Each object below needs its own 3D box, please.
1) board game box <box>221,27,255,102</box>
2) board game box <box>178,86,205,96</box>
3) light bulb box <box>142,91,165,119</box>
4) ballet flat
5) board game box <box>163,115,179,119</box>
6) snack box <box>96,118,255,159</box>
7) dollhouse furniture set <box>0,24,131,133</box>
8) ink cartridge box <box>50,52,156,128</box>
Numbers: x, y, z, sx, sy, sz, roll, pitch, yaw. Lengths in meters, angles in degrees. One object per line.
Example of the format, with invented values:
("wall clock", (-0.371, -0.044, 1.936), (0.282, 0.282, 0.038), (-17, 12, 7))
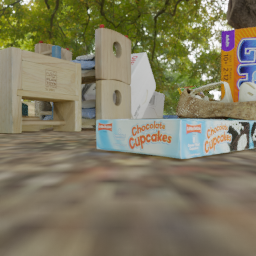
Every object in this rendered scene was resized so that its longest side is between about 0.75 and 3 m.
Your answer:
("board game box", (3.906, -1.238, 7.743), (2.463, 2.463, 2.465), (0, 1, 21))
("board game box", (2.383, -0.846, 9.747), (0.806, 1.688, 0.253), (-8, -34, -15))
("light bulb box", (-0.053, -0.738, 9.730), (1.919, 1.197, 1.902), (5, -2, 38))
("ballet flat", (2.184, -0.518, 5.866), (2.798, 0.913, 0.986), (7, 8, 43))
("board game box", (1.248, -0.335, 12.794), (2.850, 0.493, 1.930), (0, 1, -16))
("snack box", (0.324, 0.032, 1.484), (0.870, 0.161, 0.505), (-1, 1, -45))
("dollhouse furniture set", (-1.448, -0.906, 5.114), (1.912, 1.901, 2.713), (1, 1, 34))
("ink cartridge box", (-0.836, -1.017, 7.649), (2.691, 1.115, 1.975), (0, 42, 25))
